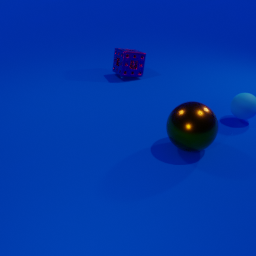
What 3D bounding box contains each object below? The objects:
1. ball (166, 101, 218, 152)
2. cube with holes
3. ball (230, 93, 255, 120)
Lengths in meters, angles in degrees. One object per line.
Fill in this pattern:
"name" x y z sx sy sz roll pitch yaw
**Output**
"ball" 1.594 -0.032 6.998 1.270 1.270 1.270 0 31 0
"cube with holes" 0.030 -2.706 11.569 0.977 0.977 0.977 -2 23 -25
"ball" 3.476 -0.648 8.367 0.800 0.800 0.800 0 31 0
